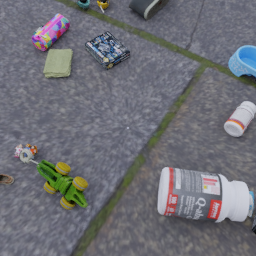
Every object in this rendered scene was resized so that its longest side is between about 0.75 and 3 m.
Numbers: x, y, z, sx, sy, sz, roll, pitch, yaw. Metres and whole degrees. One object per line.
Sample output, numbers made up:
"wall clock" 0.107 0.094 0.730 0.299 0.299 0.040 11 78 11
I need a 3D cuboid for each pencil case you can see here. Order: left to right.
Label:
"pencil case" -3.464 -4.308 12.605 0.861 0.861 1.947 26 63 14

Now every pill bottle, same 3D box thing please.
"pill bottle" 2.228 2.062 8.554 2.499 1.448 1.448 7 60 4
"pill bottle" 4.183 -0.351 10.373 0.710 0.710 1.297 35 66 18

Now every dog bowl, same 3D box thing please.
"dog bowl" 5.522 -2.492 11.648 2.642 0.655 1.473 39 67 20

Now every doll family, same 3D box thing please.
"doll family" -3.546 0.842 9.933 0.930 0.419 0.577 4 66 23

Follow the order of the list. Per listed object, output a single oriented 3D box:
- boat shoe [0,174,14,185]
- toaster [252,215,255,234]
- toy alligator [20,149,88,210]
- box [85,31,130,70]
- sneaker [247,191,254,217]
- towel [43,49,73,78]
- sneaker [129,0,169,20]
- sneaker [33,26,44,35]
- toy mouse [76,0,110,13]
"boat shoe" -4.353 1.692 9.404 0.974 0.350 0.369 -1 60 0
"toaster" 4.459 2.852 8.259 1.240 1.371 0.814 18 59 19
"toy alligator" -2.321 1.586 9.247 2.986 0.717 0.990 37 98 19
"box" -0.910 -3.441 12.342 1.318 0.381 1.658 -35 66 -18
"sneaker" 3.670 2.353 8.666 0.408 1.009 0.386 8 36 22
"towel" -2.981 -2.792 12.035 1.139 0.280 1.536 0 61 1
"sneaker" 1.156 -6.440 13.768 1.258 0.886 2.368 36 68 16
"sneaker" -4.059 -4.561 13.019 0.834 0.333 0.297 -38 67 -19
"toy mouse" -1.900 -6.576 14.101 2.149 0.468 2.418 12 60 6
